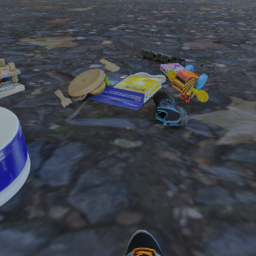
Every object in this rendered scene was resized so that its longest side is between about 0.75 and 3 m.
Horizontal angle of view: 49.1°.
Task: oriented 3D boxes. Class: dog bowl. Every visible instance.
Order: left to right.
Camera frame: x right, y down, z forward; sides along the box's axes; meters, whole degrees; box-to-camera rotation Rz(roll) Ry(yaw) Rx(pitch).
[{"bbox_3d":[-3.745,0.638,5.977,2.994,1.179,2.994,0,31,0],"label":"dog bowl"}]

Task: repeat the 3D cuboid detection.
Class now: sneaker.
[{"bbox_3d":[0.246,2.130,3.972,0.684,0.675,1.749,-2,29,1],"label":"sneaker"},{"bbox_3d":[0.831,-2.065,11.290,1.288,0.455,0.639,2,28,-6],"label":"sneaker"},{"bbox_3d":[1.112,-0.639,8.634,0.739,0.661,1.805,-10,32,-17],"label":"sneaker"}]

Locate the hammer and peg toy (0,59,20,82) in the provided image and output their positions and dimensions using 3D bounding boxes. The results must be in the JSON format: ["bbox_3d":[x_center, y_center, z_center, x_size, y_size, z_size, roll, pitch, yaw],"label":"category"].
[{"bbox_3d":[-5.311,-2.208,10.967,1.596,0.765,2.170,-24,32,-34],"label":"hammer and peg toy"}]

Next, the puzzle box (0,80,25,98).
[{"bbox_3d":[-4.712,-1.405,10.390,0.945,0.181,1.420,22,38,34],"label":"puzzle box"}]

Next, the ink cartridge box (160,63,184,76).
[{"bbox_3d":[2.026,-2.434,12.043,0.852,0.300,1.428,-8,33,-12],"label":"ink cartridge box"}]

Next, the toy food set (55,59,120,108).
[{"bbox_3d":[-1.436,-1.533,10.077,2.326,0.467,1.605,-36,38,-8],"label":"toy food set"}]

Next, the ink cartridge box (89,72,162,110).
[{"bbox_3d":[-0.072,-1.434,10.192,1.993,0.474,2.016,15,32,24],"label":"ink cartridge box"}]

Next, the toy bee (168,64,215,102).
[{"bbox_3d":[2.080,-1.327,9.163,2.289,1.244,1.498,0,39,-37],"label":"toy bee"}]

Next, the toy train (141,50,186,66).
[{"bbox_3d":[1.678,-3.392,13.502,2.511,0.428,0.575,25,36,35],"label":"toy train"}]
